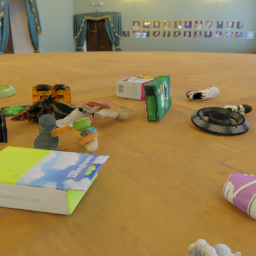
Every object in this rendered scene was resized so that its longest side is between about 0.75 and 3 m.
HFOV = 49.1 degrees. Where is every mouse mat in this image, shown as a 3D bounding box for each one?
[{"bbox_3d":[-5.309,-0.820,13.231,1.382,0.065,1.717,-7,20,-19],"label":"mouse mat"}]

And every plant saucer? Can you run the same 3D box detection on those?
[{"bbox_3d":[-7.884,-2.177,16.437,2.435,0.378,2.435,-1,21,0],"label":"plant saucer"}]

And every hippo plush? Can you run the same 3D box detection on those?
[{"bbox_3d":[1.412,2.024,4.292,0.681,0.674,0.847,-9,21,-23],"label":"hippo plush"}]

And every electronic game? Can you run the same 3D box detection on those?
[{"bbox_3d":[3.621,-0.281,11.060,2.235,0.465,2.235,1,28,-1],"label":"electronic game"}]

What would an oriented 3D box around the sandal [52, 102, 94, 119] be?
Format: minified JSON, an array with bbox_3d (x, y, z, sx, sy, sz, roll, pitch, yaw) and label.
[{"bbox_3d":[-2.328,-0.680,11.974,1.849,0.734,0.528,11,15,2],"label":"sandal"}]

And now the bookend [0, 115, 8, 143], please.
[{"bbox_3d":[-4.975,0.100,9.775,1.368,0.630,1.360,-8,21,-20],"label":"bookend"}]

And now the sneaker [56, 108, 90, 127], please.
[{"bbox_3d":[-2.210,-0.440,11.213,1.491,0.686,0.564,-12,22,-30],"label":"sneaker"}]

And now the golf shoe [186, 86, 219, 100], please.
[{"bbox_3d":[4.125,-1.782,15.137,1.824,0.662,0.840,-12,25,-7],"label":"golf shoe"}]

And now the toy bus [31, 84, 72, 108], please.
[{"bbox_3d":[-3.782,-1.463,13.671,1.803,1.223,1.731,-5,4,-21],"label":"toy bus"}]

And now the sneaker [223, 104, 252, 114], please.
[{"bbox_3d":[4.893,-0.784,12.584,1.254,0.464,0.555,0,17,29],"label":"sneaker"}]

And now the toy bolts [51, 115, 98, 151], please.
[{"bbox_3d":[-1.481,0.274,8.672,1.367,0.993,1.431,-20,7,11],"label":"toy bolts"}]

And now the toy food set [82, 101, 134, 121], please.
[{"bbox_3d":[-0.941,-0.708,11.678,1.712,0.424,2.694,27,18,26],"label":"toy food set"}]

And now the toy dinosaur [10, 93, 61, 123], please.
[{"bbox_3d":[-3.650,-0.562,11.484,1.638,1.233,2.414,-5,33,32],"label":"toy dinosaur"}]

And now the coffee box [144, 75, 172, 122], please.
[{"bbox_3d":[1.385,-1.381,12.453,0.574,1.606,2.611,0,20,21],"label":"coffee box"}]

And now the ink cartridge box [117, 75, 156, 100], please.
[{"bbox_3d":[0.837,-2.363,16.152,2.097,1.001,2.388,11,22,27],"label":"ink cartridge box"}]

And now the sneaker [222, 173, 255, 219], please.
[{"bbox_3d":[3.091,1.237,6.429,2.116,0.767,1.207,-11,19,-29],"label":"sneaker"}]

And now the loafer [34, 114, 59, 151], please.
[{"bbox_3d":[-2.554,0.398,8.826,0.718,0.628,1.997,6,40,-15],"label":"loafer"}]

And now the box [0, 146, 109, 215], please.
[{"bbox_3d":[-2.074,1.151,6.649,2.926,0.697,1.784,3,20,13],"label":"box"}]
